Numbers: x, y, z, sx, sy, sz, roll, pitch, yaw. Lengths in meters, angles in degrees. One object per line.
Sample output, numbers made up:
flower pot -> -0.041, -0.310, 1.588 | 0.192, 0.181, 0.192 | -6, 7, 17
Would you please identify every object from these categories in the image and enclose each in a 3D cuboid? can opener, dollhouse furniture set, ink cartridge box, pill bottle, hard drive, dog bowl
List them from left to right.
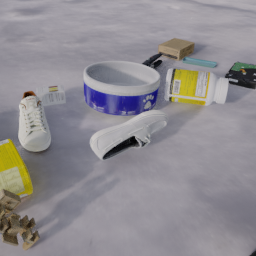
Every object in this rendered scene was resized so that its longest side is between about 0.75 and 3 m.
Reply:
dollhouse furniture set -> -2.811, 2.158, 6.280 | 0.845, 1.115, 1.272 | -44, 43, 1
dog bowl -> -0.265, -1.652, 11.067 | 2.960, 1.166, 2.960 | 4, 30, -2
can opener -> 1.129, -3.187, 13.783 | 0.968, 0.781, 2.463 | 19, 40, 25
ink cartridge box -> 2.692, -4.407, 15.581 | 1.372, 0.626, 1.666 | 26, 43, 33
pill bottle -> 2.695, -1.607, 11.158 | 2.340, 1.315, 1.315 | 9, 37, 11
hard drive -> 5.509, -2.512, 13.182 | 1.443, 0.391, 2.065 | 19, 41, 24

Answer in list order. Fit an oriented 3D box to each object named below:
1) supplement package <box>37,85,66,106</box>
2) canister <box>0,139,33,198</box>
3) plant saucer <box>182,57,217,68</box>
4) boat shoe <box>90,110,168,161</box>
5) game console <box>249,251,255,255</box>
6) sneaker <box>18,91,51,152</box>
supplement package -> -3.112, -1.325, 11.384 | 1.064, 0.583, 0.605 | -10, 37, -14
canister -> -4.049, 1.420, 7.154 | 2.669, 1.155, 1.982 | -20, 41, -27
plant saucer -> 3.723, -3.419, 14.637 | 1.711, 0.162, 0.598 | 15, 39, 20
boat shoe -> 0.205, 0.252, 8.955 | 2.784, 1.002, 0.954 | -17, 50, -23
game console -> 3.983, 2.915, 5.761 | 2.322, 0.360, 2.054 | -20, 41, -26
sneaker -> -3.320, -0.344, 9.556 | 1.014, 1.179, 2.784 | -12, 39, -20
